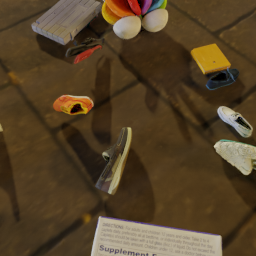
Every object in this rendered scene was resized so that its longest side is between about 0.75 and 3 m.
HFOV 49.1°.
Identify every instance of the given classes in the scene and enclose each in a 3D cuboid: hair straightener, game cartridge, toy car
[{"bbox_3d":[-1.492,-2.920,9.810,0.812,0.432,2.109,38,45,3],"label":"hair straightener"},{"bbox_3d":[3.004,-2.549,10.282,1.050,0.193,1.191,-16,58,-9],"label":"game cartridge"},{"bbox_3d":[0.318,-4.777,10.357,2.574,1.930,2.253,-18,80,-11],"label":"toy car"},{"bbox_3d":[-2.383,-4.453,11.287,1.663,0.492,2.566,30,63,12],"label":"game cartridge"}]

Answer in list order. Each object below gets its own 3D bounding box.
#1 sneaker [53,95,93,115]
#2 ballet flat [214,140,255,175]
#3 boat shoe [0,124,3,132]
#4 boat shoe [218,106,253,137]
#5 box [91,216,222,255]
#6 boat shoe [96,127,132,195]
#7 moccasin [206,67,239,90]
[{"bbox_3d":[-1.764,-0.673,8.481,1.499,0.547,0.578,-1,36,34],"label":"sneaker"},{"bbox_3d":[3.620,0.979,7.738,2.470,0.886,0.886,14,60,10],"label":"ballet flat"},{"bbox_3d":[-4.038,-0.085,8.259,0.390,1.095,0.382,-24,76,-15],"label":"boat shoe"},{"bbox_3d":[3.387,-0.295,8.755,0.475,0.431,1.292,-35,65,-19],"label":"boat shoe"},{"bbox_3d":[0.434,3.585,5.764,2.640,1.506,2.870,8,59,5],"label":"box"},{"bbox_3d":[-0.388,0.818,7.874,0.668,0.726,2.032,18,64,-6],"label":"boat shoe"},{"bbox_3d":[3.318,-1.714,9.598,1.341,0.457,0.540,-30,63,-17],"label":"moccasin"}]
